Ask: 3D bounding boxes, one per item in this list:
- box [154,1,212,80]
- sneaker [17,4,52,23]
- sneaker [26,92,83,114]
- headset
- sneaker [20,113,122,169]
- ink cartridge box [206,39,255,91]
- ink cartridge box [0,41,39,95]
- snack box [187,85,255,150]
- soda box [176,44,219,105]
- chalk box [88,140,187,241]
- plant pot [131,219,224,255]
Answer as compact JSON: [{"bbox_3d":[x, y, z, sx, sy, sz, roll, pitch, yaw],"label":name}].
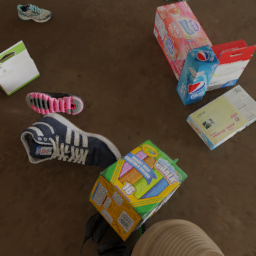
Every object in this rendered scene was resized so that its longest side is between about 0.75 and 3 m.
[{"bbox_3d":[1.854,-3.027,9.666,1.123,1.218,2.373,-18,66,-8],"label":"box"},{"bbox_3d":[-3.579,-4.401,10.656,1.314,0.567,0.510,3,65,1],"label":"sneaker"},{"bbox_3d":[-2.302,-0.879,8.937,1.755,0.693,0.837,7,30,-8],"label":"sneaker"},{"bbox_3d":[-0.629,2.932,7.272,2.327,1.093,1.437,-25,62,-28],"label":"headset"},{"bbox_3d":[-1.647,0.613,7.736,2.797,0.980,1.518,28,32,16],"label":"sneaker"},{"bbox_3d":[3.024,-2.034,8.780,1.146,1.973,0.664,-14,66,-6],"label":"ink cartridge box"},{"bbox_3d":[-3.739,-2.025,8.904,1.288,1.742,0.660,-39,71,-16],"label":"ink cartridge box"},{"bbox_3d":[3.088,-0.368,8.879,2.120,0.393,1.231,-30,69,-13],"label":"snack box"},{"bbox_3d":[2.055,-1.539,8.519,0.652,2.031,0.689,-18,66,-8],"label":"soda box"},{"bbox_3d":[0.403,1.419,7.283,1.450,1.460,2.339,43,47,17],"label":"chalk box"},{"bbox_3d":[1.416,3.333,6.038,2.687,1.240,2.687,15,63,-31],"label":"plant pot"}]
